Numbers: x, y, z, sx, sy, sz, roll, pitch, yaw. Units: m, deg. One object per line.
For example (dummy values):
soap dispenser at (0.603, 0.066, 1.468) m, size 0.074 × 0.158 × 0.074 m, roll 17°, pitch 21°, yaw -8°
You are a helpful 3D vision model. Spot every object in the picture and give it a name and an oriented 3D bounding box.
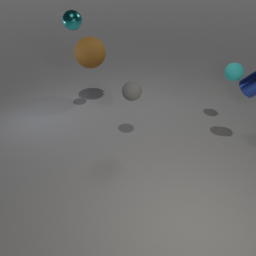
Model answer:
ball at (4.112, -2.170, 10.855) m, size 0.700 × 0.700 × 0.700 m, roll 0°, pitch 30°, yaw 0°
ball at (-2.015, -3.896, 10.122) m, size 0.700 × 0.700 × 0.700 m, roll 0°, pitch 30°, yaw 0°
ball at (-1.709, -3.388, 12.603) m, size 1.400 × 1.400 × 1.400 m, roll 0°, pitch 30°, yaw 0°
ball at (0.138, -1.298, 9.824) m, size 0.700 × 0.700 × 0.700 m, roll 0°, pitch 30°, yaw 0°
cylinder at (4.143, -1.443, 9.153) m, size 0.700 × 0.700 × 0.700 m, roll 16°, pitch 59°, yaw -28°
